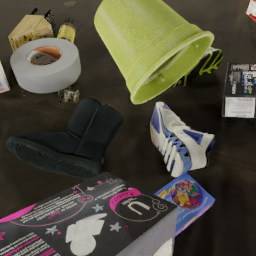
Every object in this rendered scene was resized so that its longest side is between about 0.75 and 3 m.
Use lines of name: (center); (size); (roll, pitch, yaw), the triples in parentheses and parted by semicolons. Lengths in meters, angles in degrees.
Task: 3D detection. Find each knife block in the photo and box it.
knife block: (-3.909, -4.054, 11.273); (2.235, 0.715, 1.962); (-29, 54, -23)

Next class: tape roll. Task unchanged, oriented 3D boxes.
tape roll: (-2.769, -2.178, 9.572); (2.238, 0.739, 2.238); (0, 48, 0)

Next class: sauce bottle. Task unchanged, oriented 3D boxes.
sauce bottle: (-2.407, -3.693, 11.030); (0.642, 0.642, 1.986); (-1, 46, -1)

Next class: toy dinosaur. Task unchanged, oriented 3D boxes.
toy dinosaur: (-1.795, -1.029, 8.786); (0.669, 0.504, 1.309); (3, 16, -1)

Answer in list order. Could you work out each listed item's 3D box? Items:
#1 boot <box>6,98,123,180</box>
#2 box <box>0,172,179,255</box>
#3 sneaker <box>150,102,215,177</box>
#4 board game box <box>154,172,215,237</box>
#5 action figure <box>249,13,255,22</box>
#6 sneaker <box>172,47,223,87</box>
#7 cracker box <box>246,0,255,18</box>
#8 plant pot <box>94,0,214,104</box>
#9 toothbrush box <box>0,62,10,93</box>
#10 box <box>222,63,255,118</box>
boot: (-1.546, 0.102, 7.364); (2.503, 0.956, 2.103); (15, 53, 6)
box: (-0.790, 2.215, 3.985); (1.702, 1.961, 2.967); (17, 24, 39)
sneaker: (1.470, 0.314, 7.356); (1.315, 0.920, 2.278); (0, 41, -18)
board game box: (1.114, 1.742, 6.347); (1.415, 0.317, 0.951); (-29, 54, -24)
action figure: (3.354, -2.976, 7.034); (0.448, 1.372, 0.679); (1, 12, -12)
sneaker: (1.926, -2.170, 9.504); (2.771, 1.045, 1.059); (-19, 43, -30)
cracker box: (6.548, -4.711, 11.832); (1.728, 0.744, 2.580); (-14, 51, -12)
plant pot: (0.381, -1.967, 6.169); (2.163, 2.163, 1.989); (-32, 78, -25)
toothbrush box: (-5.078, -2.016, 9.267); (1.641, 0.970, 2.253); (-21, 51, -19)
box: (4.194, -1.133, 7.834); (2.826, 0.708, 2.848); (5, 31, 19)
